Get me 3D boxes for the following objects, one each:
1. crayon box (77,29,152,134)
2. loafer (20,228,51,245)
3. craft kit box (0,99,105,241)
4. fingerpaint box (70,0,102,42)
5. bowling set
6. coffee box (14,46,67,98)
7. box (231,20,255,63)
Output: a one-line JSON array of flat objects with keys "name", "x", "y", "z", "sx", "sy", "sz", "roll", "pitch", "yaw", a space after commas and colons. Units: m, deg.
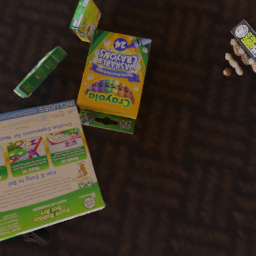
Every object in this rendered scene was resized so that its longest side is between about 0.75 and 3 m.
[{"name": "crayon box", "x": -0.368, "y": -1.211, "z": 7.314, "sx": 1.541, "sy": 0.632, "sz": 2.451, "roll": 11, "pitch": 81, "yaw": 2}, {"name": "loafer", "x": -2.270, "y": 2.532, "z": 6.672, "sx": 1.006, "sy": 0.367, "sz": 0.359, "roll": 22, "pitch": 95, "yaw": 21}, {"name": "craft kit box", "x": -2.235, "y": 0.913, "z": 6.473, "sx": 2.787, "sy": 0.676, "sz": 2.753, "roll": -13, "pitch": 70, "yaw": -16}, {"name": "fingerpaint box", "x": -1.122, "y": -2.885, "z": 7.505, "sx": 0.323, "sy": 0.734, "sz": 0.880, "roll": 18, "pitch": 86, "yaw": 20}, {"name": "bowling set", "x": 2.813, "y": -1.711, "z": 7.301, "sx": 0.769, "sy": 0.593, "sz": 1.105, "roll": -40, "pitch": 44, "yaw": 16}, {"name": "coffee box", "x": -2.251, "y": -1.404, "z": 7.136, "sx": 0.323, "sy": 0.904, "sz": 1.470, "roll": 45, "pitch": 71, "yaw": -25}, {"name": "box", "x": 3.258, "y": -1.683, "z": 6.633, "sx": 0.383, "sy": 1.728, "sz": 1.385, "roll": -41, "pitch": 62, "yaw": 30}]
